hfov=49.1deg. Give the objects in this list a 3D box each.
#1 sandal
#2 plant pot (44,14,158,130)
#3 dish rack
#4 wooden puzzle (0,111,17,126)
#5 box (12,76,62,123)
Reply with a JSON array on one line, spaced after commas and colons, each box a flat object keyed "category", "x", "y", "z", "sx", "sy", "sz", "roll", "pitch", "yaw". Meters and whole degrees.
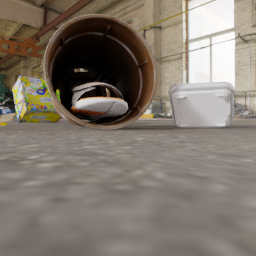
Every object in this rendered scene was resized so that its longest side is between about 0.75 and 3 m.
[{"category": "sandal", "x": -0.932, "y": -0.706, "z": 7.004, "sx": 1.126, "sy": 0.842, "sz": 2.939, "roll": 7, "pitch": -5, "yaw": -23}, {"category": "plant pot", "x": -0.923, "y": -1.117, "z": 7.386, "sx": 2.617, "sy": 2.617, "sz": 2.591, "roll": -1, "pitch": -6, "yaw": -19}, {"category": "dish rack", "x": 1.839, "y": -0.495, "z": 7.058, "sx": 1.582, "sy": 1.358, "sz": 0.345, "roll": -1, "pitch": 40, "yaw": 19}, {"category": "wooden puzzle", "x": -3.837, "y": -0.289, "z": 8.792, "sx": 0.601, "sy": 0.104, "sz": 0.892, "roll": 0, "pitch": 33, "yaw": 10}, {"category": "box", "x": -3.033, "y": -0.936, "z": 9.562, "sx": 1.390, "sy": 1.339, "sz": 0.848, "roll": 1, "pitch": -27, "yaw": -40}]
